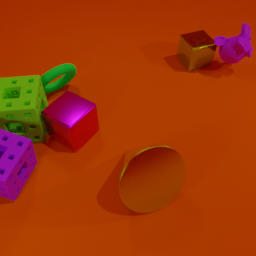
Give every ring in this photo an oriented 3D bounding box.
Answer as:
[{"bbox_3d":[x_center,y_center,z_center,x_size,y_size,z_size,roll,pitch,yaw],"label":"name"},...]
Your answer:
[{"bbox_3d":[-2.033,-1.374,7.919,1.313,1.313,0.263,-32,88,-25],"label":"ring"}]

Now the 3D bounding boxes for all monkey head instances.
[{"bbox_3d":[3.270,-2.560,8.568,0.930,1.543,1.110,1,79,43],"label":"monkey head"}]

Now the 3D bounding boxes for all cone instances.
[{"bbox_3d":[0.239,0.825,6.278,1.505,1.505,1.511,-20,25,-16],"label":"cone"}]

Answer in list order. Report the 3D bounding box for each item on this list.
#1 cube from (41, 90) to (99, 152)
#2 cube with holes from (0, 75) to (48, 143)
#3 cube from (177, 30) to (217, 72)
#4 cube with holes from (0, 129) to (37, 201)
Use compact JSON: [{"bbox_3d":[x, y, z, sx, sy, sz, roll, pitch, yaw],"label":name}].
[{"bbox_3d":[-1.404,-0.174,6.996,0.955,0.955,0.955,27,54,22],"label":"cube"},{"bbox_3d":[-2.752,-0.433,7.051,1.214,1.214,1.214,-5,49,-5],"label":"cube with holes"},{"bbox_3d":[2.209,-2.509,9.096,0.873,0.873,0.873,-16,52,-14],"label":"cube"},{"bbox_3d":[-2.672,0.742,5.902,1.003,1.003,1.003,19,54,4],"label":"cube with holes"}]
